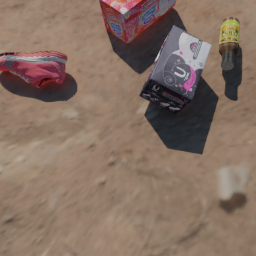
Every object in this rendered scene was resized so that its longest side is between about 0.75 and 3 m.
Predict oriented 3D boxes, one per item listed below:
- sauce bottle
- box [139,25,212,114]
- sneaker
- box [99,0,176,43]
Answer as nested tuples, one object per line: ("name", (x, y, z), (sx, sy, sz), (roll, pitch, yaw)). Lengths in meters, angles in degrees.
("sauce bottle", (2.771, -2.311, 7.661), (0.532, 0.532, 1.644), (10, 62, 4))
("box", (1.215, -1.455, 7.110), (1.163, 1.009, 1.760), (26, 69, -4))
("sneaker", (-2.662, -1.536, 7.512), (2.101, 0.774, 0.911), (-1, 93, 9))
("box", (0.350, -3.684, 8.165), (2.181, 1.119, 1.033), (-43, 66, -15))
